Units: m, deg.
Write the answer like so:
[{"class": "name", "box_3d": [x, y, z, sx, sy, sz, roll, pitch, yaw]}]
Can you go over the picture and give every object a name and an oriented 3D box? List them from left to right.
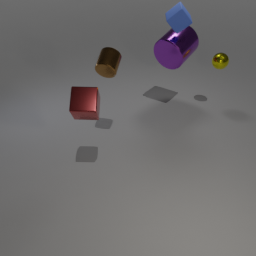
[{"class": "cube", "box_3d": [-1.137, -0.650, 7.503, 0.700, 0.700, 0.700, 2, 74, 1]}, {"class": "cylinder", "box_3d": [-0.622, -2.067, 8.876, 0.700, 0.700, 0.700, 9, 65, 14]}, {"class": "cylinder", "box_3d": [2.022, -3.415, 11.761, 1.400, 1.400, 1.400, 23, 57, 33]}, {"class": "cube", "box_3d": [1.899, -4.118, 10.495, 0.700, 0.700, 0.700, -31, 36, 29]}, {"class": "ball", "box_3d": [3.919, -2.838, 11.883, 0.700, 0.700, 0.700, 0, 32, 0]}]
